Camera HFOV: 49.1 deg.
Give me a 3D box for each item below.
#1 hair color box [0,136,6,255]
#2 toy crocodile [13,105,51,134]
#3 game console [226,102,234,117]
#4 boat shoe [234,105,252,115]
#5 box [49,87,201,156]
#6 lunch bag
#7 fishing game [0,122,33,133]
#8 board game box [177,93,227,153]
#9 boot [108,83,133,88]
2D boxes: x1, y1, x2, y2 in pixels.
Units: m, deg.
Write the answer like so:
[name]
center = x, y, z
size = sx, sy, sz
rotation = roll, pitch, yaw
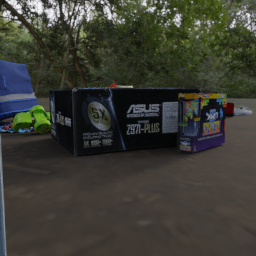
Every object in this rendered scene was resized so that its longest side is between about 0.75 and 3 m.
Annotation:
[hair color box]
center = -2.142, 0.353, 2.079
size = 1.449, 0.888, 2.928
rotation = -6, 11, -41
[toy crocodile]
center = -1.981, -0.170, 7.454
size = 2.020, 0.624, 0.682
rotation = -4, 49, -38
[game console]
center = 4.043, -0.825, 12.183
size = 1.050, 0.623, 0.905
rotation = 3, 8, 19
[boat shoe]
center = 5.291, -0.849, 12.951
size = 1.099, 0.468, 0.406
rotation = -3, 8, -22
[box]
center = -0.153, -0.291, 5.984
size = 2.641, 1.137, 2.162
rotation = -4, 8, -24
[lunch bag]
center = -3.931, -0.881, 8.422
size = 1.807, 1.760, 2.660
rotation = -15, 6, 11
[fishing game]
center = -3.078, -0.054, 7.765
size = 1.648, 0.256, 1.180
rotation = -6, 12, -39
[board game box]
center = 1.421, -0.141, 5.274
size = 0.355, 1.034, 1.251
rotation = 5, 9, 44
[boot]
center = -0.914, -1.078, 11.150
size = 2.677, 1.435, 1.004
rotation = -6, 11, -28
